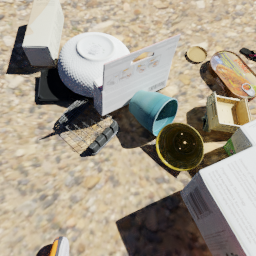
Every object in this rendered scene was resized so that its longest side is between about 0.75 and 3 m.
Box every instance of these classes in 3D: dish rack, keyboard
[{"bbox_3d":[-1.350,-0.130,9.481,1.820,0.496,1.396,37,68,18],"label":"dish rack"},{"bbox_3d":[-1.767,-1.780,10.329,2.960,0.380,1.777,-1,71,-1],"label":"keyboard"}]

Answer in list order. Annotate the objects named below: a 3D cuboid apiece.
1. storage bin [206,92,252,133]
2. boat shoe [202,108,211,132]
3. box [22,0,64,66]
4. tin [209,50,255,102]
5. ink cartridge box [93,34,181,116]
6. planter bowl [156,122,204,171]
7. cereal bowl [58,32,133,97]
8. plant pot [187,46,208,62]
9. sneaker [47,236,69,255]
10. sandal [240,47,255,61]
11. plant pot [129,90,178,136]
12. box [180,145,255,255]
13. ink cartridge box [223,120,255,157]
[{"bbox_3d":[3.365,-0.514,9.386,1.281,0.600,1.272,8,64,-15],"label":"storage bin"},{"bbox_3d":[2.692,-0.305,9.627,0.285,0.336,0.923,6,70,-2],"label":"boat shoe"},{"bbox_3d":[-3.194,-3.715,10.796,0.968,1.182,2.489,2,63,1],"label":"box"},{"bbox_3d":[3.920,-1.924,10.353,1.255,0.469,2.242,-27,67,-8],"label":"tin"},{"bbox_3d":[0.210,-1.785,8.959,2.751,2.424,0.615,-27,63,-22],"label":"ink cartridge box"},{"bbox_3d":[1.718,0.528,8.875,1.562,1.562,0.651,39,29,17],"label":"planter bowl"},{"bbox_3d":[-1.134,-2.477,9.989,2.748,1.145,2.748,4,57,-6],"label":"cereal bowl"},{"bbox_3d":[2.710,-2.879,10.977,0.798,0.110,0.798,0,65,1],"label":"plant pot"},{"bbox_3d":[-2.550,4.120,7.094,1.594,1.103,2.845,12,65,4],"label":"sneaker"},{"bbox_3d":[4.864,-2.894,10.921,0.963,0.217,0.362,33,69,14],"label":"sandal"},{"bbox_3d":[0.766,-0.625,9.296,1.265,1.347,1.347,33,68,29],"label":"plant pot"},{"bbox_3d":[2.989,2.080,7.328,2.060,2.392,2.404,-22,67,-12],"label":"box"},{"bbox_3d":[4.043,1.020,8.272,0.979,1.625,2.237,-23,67,-11],"label":"ink cartridge box"}]
